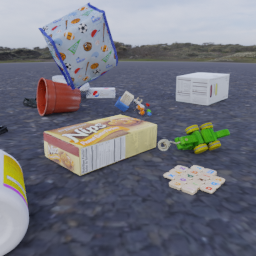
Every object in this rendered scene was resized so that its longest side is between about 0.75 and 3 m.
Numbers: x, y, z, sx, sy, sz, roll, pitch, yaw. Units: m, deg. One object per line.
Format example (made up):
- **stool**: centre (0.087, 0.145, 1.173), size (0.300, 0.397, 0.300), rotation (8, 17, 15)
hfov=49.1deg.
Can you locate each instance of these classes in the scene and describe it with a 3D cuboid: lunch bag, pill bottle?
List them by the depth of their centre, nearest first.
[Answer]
- **pill bottle**: centre (-2.387, 1.091, 4.814), size (1.162, 1.162, 2.230), rotation (-7, 18, -22)
- **lunch bag**: centre (-1.563, -2.678, 9.675), size (2.047, 2.408, 1.491), rotation (-32, 48, -9)

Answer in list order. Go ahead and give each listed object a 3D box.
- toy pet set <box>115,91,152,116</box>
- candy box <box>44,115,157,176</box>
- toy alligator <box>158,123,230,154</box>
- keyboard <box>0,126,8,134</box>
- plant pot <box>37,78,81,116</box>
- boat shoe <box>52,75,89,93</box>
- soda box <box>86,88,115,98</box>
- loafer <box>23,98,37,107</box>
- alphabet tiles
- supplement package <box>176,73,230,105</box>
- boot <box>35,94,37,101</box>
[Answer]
- **toy pet set**: centre (0.214, -0.900, 12.590), size (1.448, 0.824, 1.551), rotation (33, 18, -10)
- **candy box**: centre (-0.692, 0.335, 7.916), size (2.838, 0.785, 1.638), rotation (-16, 23, -43)
- **toy alligator**: centre (1.808, 0.399, 8.050), size (2.534, 0.751, 0.687), rotation (-10, -22, -25)
- **keyboard**: centre (-5.390, -0.005, 9.954), size (2.221, 0.285, 1.334), rotation (6, 18, 17)
- **plant pot**: centre (-3.032, -1.340, 12.384), size (1.587, 1.632, 1.632), rotation (0, 15, -32)
- **boat shoe**: centre (-3.315, -2.300, 16.180), size (2.915, 1.018, 1.033), rotation (18, 30, 34)
- **soda box**: centre (-1.561, -2.026, 16.122), size (1.664, 0.530, 0.567), rotation (0, 17, -1)
- **loafer**: centre (-4.728, -1.272, 13.821), size (1.213, 0.426, 0.412), rotation (10, 20, 30)
- **alphabet tiles**: centre (1.503, 1.162, 6.418), size (1.231, 0.092, 1.259), rotation (13, 21, 38)
- **supplement package**: centre (4.061, -2.185, 15.164), size (1.917, 1.365, 2.462), rotation (14, 23, 39)
- **boot**: centre (-4.195, -1.692, 15.214), size (1.528, 0.502, 1.259), rotation (-6, 16, -5)
